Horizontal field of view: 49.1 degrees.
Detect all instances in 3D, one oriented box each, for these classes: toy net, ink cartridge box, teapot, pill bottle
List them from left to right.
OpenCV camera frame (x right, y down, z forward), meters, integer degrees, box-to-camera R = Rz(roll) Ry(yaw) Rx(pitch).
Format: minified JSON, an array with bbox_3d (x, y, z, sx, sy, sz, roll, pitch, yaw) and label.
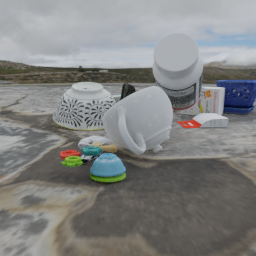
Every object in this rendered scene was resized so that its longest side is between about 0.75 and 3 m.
[{"bbox_3d":[-0.879,0.643,6.525,1.316,0.484,2.508,-3,10,-11],"label":"toy net"},{"bbox_3d":[0.408,-0.037,7.445,2.074,1.515,2.047,-25,-9,-23],"label":"teapot"},{"bbox_3d":[1.524,-1.617,8.494,1.453,1.453,2.509,3,-18,14],"label":"pill bottle"},{"bbox_3d":[2.980,-0.319,11.344,1.700,0.485,1.382,3,12,-5],"label":"ink cartridge box"},{"bbox_3d":[3.737,-1.356,13.943,1.854,1.365,1.341,6,13,28],"label":"ink cartridge box"}]

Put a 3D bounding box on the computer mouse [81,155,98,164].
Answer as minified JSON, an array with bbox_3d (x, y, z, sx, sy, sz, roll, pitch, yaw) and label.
[{"bbox_3d":[-1.027,0.700,6.907,0.425,0.170,0.776,4,12,26],"label":"computer mouse"}]

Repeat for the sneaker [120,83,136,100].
[{"bbox_3d":[0.025,-1.001,9.777,0.589,1.029,0.393,12,1,-20],"label":"sneaker"}]

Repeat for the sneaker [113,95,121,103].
[{"bbox_3d":[0.040,-1.483,15.433,2.776,1.026,1.137,4,16,16],"label":"sneaker"}]

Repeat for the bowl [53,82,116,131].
[{"bbox_3d":[-1.621,-1.050,11.195,2.779,1.304,2.779,2,25,-1],"label":"bowl"}]

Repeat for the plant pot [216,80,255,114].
[{"bbox_3d":[5.690,-1.644,14.584,1.866,1.678,1.866,8,14,33],"label":"plant pot"}]
